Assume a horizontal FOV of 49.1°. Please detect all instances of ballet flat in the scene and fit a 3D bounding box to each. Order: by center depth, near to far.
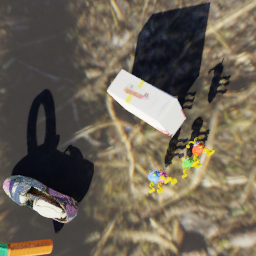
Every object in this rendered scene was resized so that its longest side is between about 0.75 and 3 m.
[{"bbox_3d":[-2.134,1.677,6.580,1.969,0.701,0.681,22,100,4],"label":"ballet flat"}]

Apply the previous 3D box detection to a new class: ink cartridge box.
[{"bbox_3d":[0.437,-0.553,6.429,1.549,1.124,0.646,35,88,29],"label":"ink cartridge box"}]

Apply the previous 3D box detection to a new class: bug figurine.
[{"bbox_3d":[1.089,0.893,6.343,1.682,1.304,0.433,-30,66,-9],"label":"bug figurine"}]

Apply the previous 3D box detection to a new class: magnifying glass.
[{"bbox_3d":[-2.822,2.609,5.868,2.529,0.283,1.006,11,95,-36],"label":"magnifying glass"}]
